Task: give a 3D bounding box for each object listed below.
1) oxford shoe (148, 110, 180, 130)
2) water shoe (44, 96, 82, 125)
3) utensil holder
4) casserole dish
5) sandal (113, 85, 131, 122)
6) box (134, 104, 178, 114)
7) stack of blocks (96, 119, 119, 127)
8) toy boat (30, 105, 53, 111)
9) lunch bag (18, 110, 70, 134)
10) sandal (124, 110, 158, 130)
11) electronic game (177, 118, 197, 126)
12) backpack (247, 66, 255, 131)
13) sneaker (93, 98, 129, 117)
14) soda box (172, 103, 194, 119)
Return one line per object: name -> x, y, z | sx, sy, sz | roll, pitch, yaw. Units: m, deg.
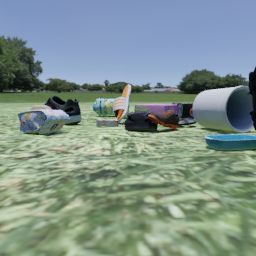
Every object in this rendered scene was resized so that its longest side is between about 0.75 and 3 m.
oxford shoe -> 1.128, -0.343, 8.671 | 0.520, 0.530, 1.461 | 26, 7, 36
water shoe -> -2.968, -0.738, 11.198 | 2.768, 1.092, 0.989 | 3, 7, 28
utensil holder -> 3.037, -0.585, 8.876 | 1.379, 1.379, 1.623 | -3, 4, -23
casserole dish -> 2.216, 0.294, 5.894 | 1.250, 0.243, 0.757 | -1, 6, -12
sandal -> -0.331, -1.048, 11.253 | 0.549, 1.917, 0.734 | 23, -39, -18
box -> 1.203, -0.629, 11.809 | 1.349, 0.742, 1.534 | 4, 8, 29
stack of blocks -> -0.744, -0.182, 10.137 | 0.781, 0.229, 0.450 | 1, 7, 5
toy boat -> -3.067, -0.355, 10.220 | 1.203, 0.785, 0.786 | 6, -21, 41
lunch bag -> -2.445, -0.200, 8.209 | 1.151, 0.731, 0.976 | -8, 1, 25
sandal -> 0.374, -0.371, 9.640 | 1.051, 0.592, 2.763 | 1, 11, -4
electronic game -> 1.854, -0.186, 10.060 | 1.203, 0.250, 1.203 | -5, 7, 1
backpack -> 3.826, -0.640, 6.002 | 2.253, 2.181, 2.685 | 0, -2, 10
sneaker -> -0.907, -1.083, 14.553 | 1.807, 1.101, 2.768 | 1, -3, -9
soda box -> 3.308, -0.758, 12.752 | 2.504, 0.793, 0.886 | 0, 6, -7
